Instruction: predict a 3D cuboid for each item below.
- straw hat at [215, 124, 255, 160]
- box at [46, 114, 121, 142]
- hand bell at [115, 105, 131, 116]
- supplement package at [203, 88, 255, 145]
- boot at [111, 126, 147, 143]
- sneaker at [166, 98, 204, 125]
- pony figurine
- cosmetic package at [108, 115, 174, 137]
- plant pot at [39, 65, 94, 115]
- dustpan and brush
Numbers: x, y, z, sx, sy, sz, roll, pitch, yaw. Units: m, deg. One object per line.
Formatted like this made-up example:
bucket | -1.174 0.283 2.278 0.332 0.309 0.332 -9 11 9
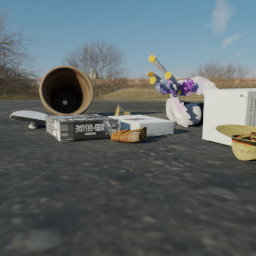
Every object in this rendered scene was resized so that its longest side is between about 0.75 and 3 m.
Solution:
straw hat | 2.550 0.379 5.987 1.425 0.603 1.425 2 15 -1
box | -1.583 -0.078 9.352 1.918 0.605 2.432 -4 8 -26
hand bell | 0.312 -0.375 12.022 1.723 0.897 0.897 12 5 -11
supplement package | 3.665 -0.384 8.130 2.682 1.525 1.469 -4 10 -30
boot | 0.065 0.179 8.262 0.876 0.417 1.133 -1 5 21
sneaker | 2.993 -0.775 13.082 1.651 1.095 2.902 -2 14 -20
pony figurine | 1.988 -1.610 11.253 2.543 2.118 2.455 24 25 -44
cosmetic package | 0.398 -0.106 9.786 1.476 0.506 1.958 -2 10 -35
plant pot | -3.457 -1.719 15.494 2.784 2.784 2.428 -2 -9 -17
dustpan and brush | -3.850 -0.311 11.541 1.714 0.703 2.456 10 11 -17
